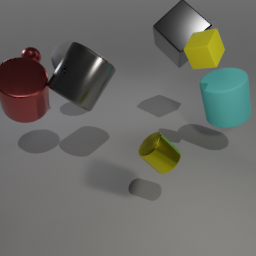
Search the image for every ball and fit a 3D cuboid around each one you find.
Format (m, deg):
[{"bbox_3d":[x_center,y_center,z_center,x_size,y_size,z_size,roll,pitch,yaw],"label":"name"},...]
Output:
[{"bbox_3d":[-2.136,-2.556,10.452,1.400,1.400,1.400,0,29,0],"label":"ball"},{"bbox_3d":[-3.575,-2.634,10.350,0.700,0.700,0.700,0,29,0],"label":"ball"}]

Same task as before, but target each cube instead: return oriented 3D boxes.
[{"bbox_3d":[2.002,-2.052,7.330,0.700,0.700,0.700,5,55,42],"label":"cube"},{"bbox_3d":[1.874,-3.281,9.914,1.400,1.400,1.400,-42,77,1],"label":"cube"}]

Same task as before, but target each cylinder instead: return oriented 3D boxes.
[{"bbox_3d":[0.712,0.569,6.353,0.700,0.700,0.700,-40,22,20],"label":"cylinder"},{"bbox_3d":[-3.032,-1.072,8.153,1.400,1.400,1.400,6,61,-11],"label":"cylinder"},{"bbox_3d":[3.083,-0.951,8.849,1.400,1.400,1.400,-15,35,11],"label":"cylinder"},{"bbox_3d":[-1.275,-1.393,7.738,1.400,1.400,1.400,32,2,-1],"label":"cylinder"}]
